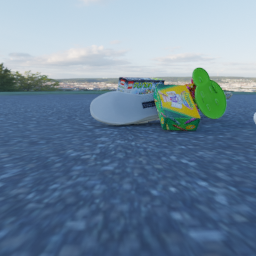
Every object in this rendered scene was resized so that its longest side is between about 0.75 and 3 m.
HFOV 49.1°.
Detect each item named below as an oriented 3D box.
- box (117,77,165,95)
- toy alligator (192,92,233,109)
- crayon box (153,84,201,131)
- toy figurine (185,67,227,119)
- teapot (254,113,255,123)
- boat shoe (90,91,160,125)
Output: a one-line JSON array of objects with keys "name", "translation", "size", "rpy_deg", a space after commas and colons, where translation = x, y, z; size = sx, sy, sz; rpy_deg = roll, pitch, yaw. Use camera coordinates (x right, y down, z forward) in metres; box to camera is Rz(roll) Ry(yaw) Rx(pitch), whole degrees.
[{"name": "box", "translation": [0.490, -1.330, 11.324], "size": [0.439, 1.390, 2.526], "rpy_deg": [26, 24, 35]}, {"name": "toy alligator", "translation": [2.887, -1.057, 10.494], "size": [2.033, 0.488, 0.674], "rpy_deg": [-17, -43, 31]}, {"name": "crayon box", "translation": [1.270, -0.588, 7.550], "size": [0.908, 0.445, 1.528], "rpy_deg": [1, 41, -9]}, {"name": "toy figurine", "translation": [2.128, -0.963, 9.318], "size": [1.285, 1.712, 1.576], "rpy_deg": [-30, 5, -30]}, {"name": "teapot", "translation": [3.731, -0.603, 5.000], "size": [2.107, 2.080, 1.539], "rpy_deg": [21, 10, -3]}, {"name": "boat shoe", "translation": [0.273, -0.518, 8.482], "size": [2.845, 1.047, 0.930], "rpy_deg": [-2, -16, -11]}]
